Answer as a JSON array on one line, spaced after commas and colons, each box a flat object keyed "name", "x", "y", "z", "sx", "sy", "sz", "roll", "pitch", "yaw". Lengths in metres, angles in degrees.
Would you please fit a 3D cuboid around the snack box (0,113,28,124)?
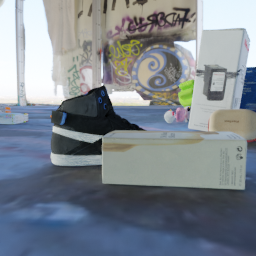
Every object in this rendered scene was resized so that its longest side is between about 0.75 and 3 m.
[{"name": "snack box", "x": -4.705, "y": -0.390, "z": 11.091, "sx": 1.014, "sy": 0.407, "sz": 1.202, "roll": 1, "pitch": 7, "yaw": 8}]

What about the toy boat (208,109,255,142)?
[{"name": "toy boat", "x": 2.427, "y": 0.017, "z": 6.369, "sx": 1.135, "sy": 0.741, "sz": 0.742, "roll": 2, "pitch": -23, "yaw": 24}]

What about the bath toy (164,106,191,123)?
[{"name": "bath toy", "x": 2.187, "y": -0.566, "z": 11.199, "sx": 1.520, "sy": 0.661, "sz": 0.562, "roll": -6, "pitch": -27, "yaw": -19}]

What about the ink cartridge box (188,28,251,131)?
[{"name": "ink cartridge box", "x": 2.681, "y": -1.297, "z": 8.087, "sx": 1.128, "sy": 2.706, "sz": 1.965, "roll": 10, "pitch": 9, "yaw": 26}]

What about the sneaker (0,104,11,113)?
[{"name": "sneaker", "x": -5.988, "y": -0.605, "z": 11.377, "sx": 1.447, "sy": 1.002, "sz": 2.583, "roll": -4, "pitch": -5, "yaw": 3}]

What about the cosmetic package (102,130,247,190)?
[{"name": "cosmetic package", "x": 0.502, "y": 0.323, "z": 3.255, "sx": 1.498, "sy": 0.532, "sz": 0.788, "roll": 1, "pitch": 6, "yaw": 8}]

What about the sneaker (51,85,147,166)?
[{"name": "sneaker", "x": -0.100, "y": -0.057, "z": 4.080, "sx": 2.006, "sy": 1.122, "sz": 0.733, "roll": -1, "pitch": 6, "yaw": -14}]

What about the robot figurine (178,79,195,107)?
[{"name": "robot figurine", "x": 3.175, "y": -1.250, "z": 12.569, "sx": 1.273, "sy": 1.930, "sz": 2.200, "roll": -18, "pitch": -39, "yaw": 41}]

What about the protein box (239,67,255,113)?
[{"name": "protein box", "x": 4.235, "y": -1.031, "z": 9.532, "sx": 1.958, "sy": 1.972, "sz": 1.330, "roll": 1, "pitch": 6, "yaw": 14}]
